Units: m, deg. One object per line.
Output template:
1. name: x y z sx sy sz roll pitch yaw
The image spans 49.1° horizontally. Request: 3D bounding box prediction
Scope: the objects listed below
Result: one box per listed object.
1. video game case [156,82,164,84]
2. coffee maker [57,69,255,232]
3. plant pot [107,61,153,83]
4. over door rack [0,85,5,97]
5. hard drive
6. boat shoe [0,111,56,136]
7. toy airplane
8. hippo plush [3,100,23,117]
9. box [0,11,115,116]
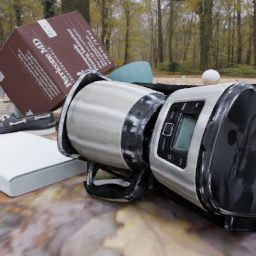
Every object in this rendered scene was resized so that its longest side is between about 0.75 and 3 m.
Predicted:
1. video game case: 2.943 -2.135 16.127 2.455 0.233 1.754 13 -1 15
2. coffee maker: 0.772 0.109 4.127 2.649 1.857 2.758 -10 17 -41
3. plant pot: 0.211 -1.735 12.567 2.234 1.505 2.234 -22 -10 -4
4. over door rack: -5.637 -0.651 9.131 2.808 0.935 2.074 -15 1 35
5. hard drive: -2.151 0.557 5.547 2.627 0.351 1.733 11 17 40
6. boat shoe: -3.159 -0.119 7.883 2.176 0.656 0.804 -4 13 -16
7. toy airplane: 2.588 -0.986 9.196 2.550 1.799 2.539 -2 13 -12
8. hippo plush: -3.879 -0.999 10.235 1.397 1.113 1.123 10 18 -32
9. box: -2.424 -2.017 9.305 2.309 2.333 2.813 -29 11 40
